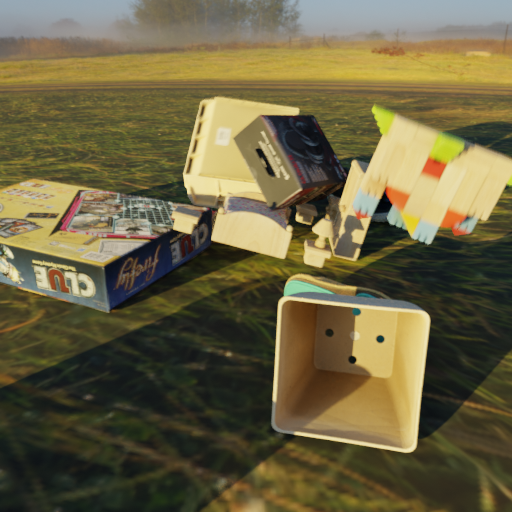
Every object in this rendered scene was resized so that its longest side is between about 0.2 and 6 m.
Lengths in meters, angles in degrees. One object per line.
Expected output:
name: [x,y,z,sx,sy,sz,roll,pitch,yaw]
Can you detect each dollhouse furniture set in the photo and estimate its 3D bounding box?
dollhouse furniture set: [0.435,-1.281,10.641,3.418,1.669,2.915,14,21,-3]

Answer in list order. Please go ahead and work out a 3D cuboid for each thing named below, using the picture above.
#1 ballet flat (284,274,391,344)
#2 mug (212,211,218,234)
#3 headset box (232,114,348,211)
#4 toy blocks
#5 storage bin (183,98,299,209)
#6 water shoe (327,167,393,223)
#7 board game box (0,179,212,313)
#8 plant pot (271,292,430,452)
ballet flat: [1.456,0.758,7.898,0.776,0.845,2.462,-2,19,-42]
mug: [-1.219,-0.671,11.718,0.851,0.568,0.756,8,-12,13]
headset box: [0.678,-1.882,11.075,0.861,1.658,2.228,-33,-10,36]
toy blocks: [2.755,-1.062,8.978,2.579,1.763,1.289,19,22,-4]
storage bin: [-0.275,-2.276,12.789,2.350,1.109,2.367,8,61,1]
water shoe: [2.488,-1.466,13.054,0.862,0.952,2.411,-15,26,-32]
board game box: [-3.655,-0.433,10.640,4.738,0.820,3.210,11,25,24]
plant pot: [1.066,1.104,6.344,1.501,1.499,1.329,5,11,12]
